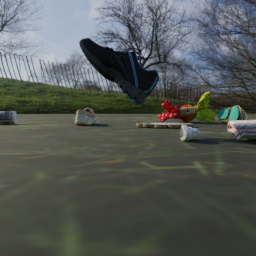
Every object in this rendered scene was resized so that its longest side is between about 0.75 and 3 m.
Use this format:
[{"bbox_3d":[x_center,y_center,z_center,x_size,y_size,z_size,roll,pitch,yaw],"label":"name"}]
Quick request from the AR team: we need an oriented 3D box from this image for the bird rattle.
[{"bbox_3d":[3.048,-0.711,14.690,2.926,1.648,2.385,-13,-10,9],"label":"bird rattle"}]

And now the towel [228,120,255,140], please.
[{"bbox_3d":[3.629,0.005,6.395,2.459,0.396,2.348,-1,4,17],"label":"towel"}]

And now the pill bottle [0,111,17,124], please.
[{"bbox_3d":[-5.714,-0.474,12.913,1.042,0.606,0.606,0,4,-9],"label":"pill bottle"}]

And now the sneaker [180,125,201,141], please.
[{"bbox_3d":[1.340,0.104,5.962,0.436,0.342,0.877,4,5,10],"label":"sneaker"}]

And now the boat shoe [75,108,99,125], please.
[{"bbox_3d":[-1.786,-0.529,12.590,0.788,0.739,2.137,0,4,7],"label":"boat shoe"}]

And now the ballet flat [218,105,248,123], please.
[{"bbox_3d":[4.790,-0.529,12.403,0.820,0.886,2.512,15,7,-1],"label":"ballet flat"}]

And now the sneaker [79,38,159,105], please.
[{"bbox_3d":[-0.266,-1.760,7.780,2.531,1.037,0.927,42,1,10],"label":"sneaker"}]

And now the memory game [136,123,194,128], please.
[{"bbox_3d":[1.406,-0.112,10.806,2.246,0.143,2.246,-1,3,0],"label":"memory game"}]
